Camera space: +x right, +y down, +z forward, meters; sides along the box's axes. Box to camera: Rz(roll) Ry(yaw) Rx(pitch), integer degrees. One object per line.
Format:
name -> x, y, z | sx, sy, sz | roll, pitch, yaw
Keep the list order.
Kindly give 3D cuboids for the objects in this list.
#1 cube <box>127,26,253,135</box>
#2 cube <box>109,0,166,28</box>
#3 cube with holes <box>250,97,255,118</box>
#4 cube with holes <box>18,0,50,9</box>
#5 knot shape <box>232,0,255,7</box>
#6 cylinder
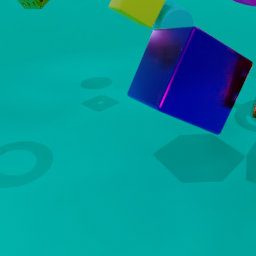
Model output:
cube -> 0.918, -0.764, 4.461 | 1.209, 1.209, 1.209 | 19, 8, -27
cube -> 0.274, -3.460, 7.526 | 1.052, 1.052, 1.052 | 20, 17, -27
cube with holes -> 2.719, -0.626, 4.224 | 1.274, 1.274, 1.274 | 18, 11, 20
cube with holes -> -1.951, -3.006, 5.699 | 0.778, 0.778, 0.778 | 23, 71, 43
knot shape -> 2.609, -2.565, 5.358 | 1.931, 0.954, 2.064 | 17, 37, -52
cylinder -> 1.269, -3.048, 8.044 | 0.947, 0.947, 0.947 | -6, 37, -10
